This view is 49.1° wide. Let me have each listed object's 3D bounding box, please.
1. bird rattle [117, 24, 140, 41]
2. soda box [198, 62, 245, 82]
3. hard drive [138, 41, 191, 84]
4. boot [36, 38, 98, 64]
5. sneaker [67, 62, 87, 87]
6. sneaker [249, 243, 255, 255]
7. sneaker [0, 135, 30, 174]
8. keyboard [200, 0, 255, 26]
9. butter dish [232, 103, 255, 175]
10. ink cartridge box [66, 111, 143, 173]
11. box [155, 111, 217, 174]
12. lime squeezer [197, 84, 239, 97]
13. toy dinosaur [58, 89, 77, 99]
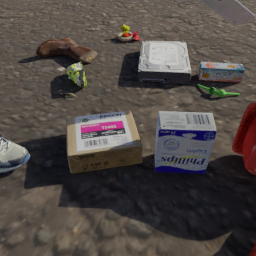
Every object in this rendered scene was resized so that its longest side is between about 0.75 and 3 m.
[{"bbox_3d":[-0.010,-4.578,13.986,0.934,0.646,1.146,-38,65,-23],"label":"bird rattle"},{"bbox_3d":[3.595,-2.175,10.876,1.645,0.563,0.523,5,40,6],"label":"soda box"},{"bbox_3d":[1.492,-2.845,11.717,2.055,0.556,2.941,3,40,5],"label":"hard drive"},{"bbox_3d":[-2.632,-3.237,12.176,1.973,0.680,2.117,-33,54,-31],"label":"boot"},{"bbox_3d":[-1.963,-1.969,10.679,0.652,0.643,1.706,-15,31,-5],"label":"sneaker"},{"bbox_3d":[3.325,2.223,5.230,1.474,1.000,2.552,29,49,32],"label":"sneaker"},{"bbox_3d":[-3.714,0.437,7.361,2.363,1.007,0.911,13,41,14],"label":"sneaker"},{"bbox_3d":[2.388,-3.560,7.646,2.558,0.720,0.136,23,73,-26],"label":"keyboard"},{"bbox_3d":[3.567,0.641,6.474,2.052,2.058,1.521,12,52,14],"label":"butter dish"},{"bbox_3d":[-0.694,0.328,7.713,1.929,0.724,1.589,-8,41,-8],"label":"ink cartridge box"},{"bbox_3d":[1.376,0.382,7.055,1.349,1.467,0.769,2,39,2],"label":"box"},{"bbox_3d":[3.215,-1.354,10.118,1.525,0.288,0.538,17,42,20],"label":"lime squeezer"},{"bbox_3d":[-2.242,-1.225,10.042,0.808,0.192,0.356,22,38,20],"label":"toy dinosaur"}]
